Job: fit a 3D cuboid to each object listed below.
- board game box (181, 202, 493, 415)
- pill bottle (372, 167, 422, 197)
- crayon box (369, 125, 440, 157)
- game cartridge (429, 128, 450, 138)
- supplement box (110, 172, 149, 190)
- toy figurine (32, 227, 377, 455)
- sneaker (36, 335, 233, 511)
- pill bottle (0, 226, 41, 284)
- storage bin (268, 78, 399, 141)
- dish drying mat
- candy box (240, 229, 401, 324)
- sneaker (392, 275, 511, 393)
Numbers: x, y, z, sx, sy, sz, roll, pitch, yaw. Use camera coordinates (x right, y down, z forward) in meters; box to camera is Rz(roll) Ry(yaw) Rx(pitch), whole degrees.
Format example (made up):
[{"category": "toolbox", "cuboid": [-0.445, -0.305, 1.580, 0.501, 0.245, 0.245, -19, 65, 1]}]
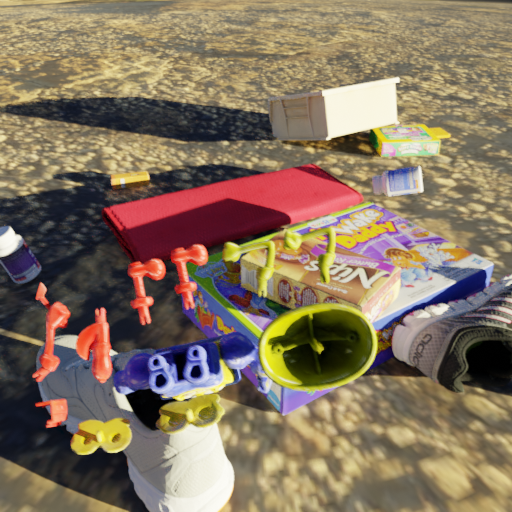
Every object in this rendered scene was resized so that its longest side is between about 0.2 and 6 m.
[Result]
[{"category": "board game box", "cuboid": [1.100, 0.457, 7.836, 3.616, 0.809, 2.431, -20, 36, -30]}, {"category": "pill bottle", "cuboid": [2.769, -1.444, 10.987, 0.918, 0.515, 0.515, -5, 28, 18]}, {"category": "crayon box", "cuboid": [3.622, -2.837, 13.783, 1.413, 0.412, 1.219, -3, 32, -3]}, {"category": "game cartridge", "cuboid": [4.753, -3.235, 14.790, 0.521, 0.096, 0.592, -6, 33, -10]}, {"category": "supplement box", "cuboid": [-2.670, -1.598, 11.856, 0.782, 0.269, 0.260, -10, 33, -14]}, {"category": "toy figurine", "cuboid": [-0.401, 0.707, 4.748, 2.489, 1.313, 1.491, -14, -12, -2]}, {"category": "sneaker", "cuboid": [-1.349, 1.339, 5.821, 2.937, 1.351, 1.112, 24, 37, 35]}, {"category": "pill bottle", "cuboid": [-3.691, -0.023, 8.538, 0.464, 0.834, 0.464, -13, 36, 10]}, {"category": "storage bin", "cuboid": [1.907, -3.672, 14.093, 2.395, 1.122, 2.377, -19, 20, -28]}, {"category": "dish drying mat", "cuboid": [-0.348, -0.876, 10.494, 4.650, 0.423, 1.786, -16, 37, -27]}, {"category": "candy box", "cuboid": [0.763, 0.276, 6.856, 1.704, 0.481, 0.994, 20, 37, 33]}, {"category": "sneaker", "cuboid": [3.000, 0.995, 6.867, 2.548, 0.940, 1.115, -15, 35, -17]}]
